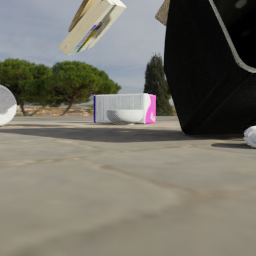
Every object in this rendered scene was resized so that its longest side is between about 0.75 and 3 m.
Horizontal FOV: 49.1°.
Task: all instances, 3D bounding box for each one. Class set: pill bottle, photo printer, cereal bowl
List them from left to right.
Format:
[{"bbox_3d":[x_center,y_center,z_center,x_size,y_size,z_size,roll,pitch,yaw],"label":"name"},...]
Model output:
[{"bbox_3d":[-5.310,-0.790,10.121,2.570,1.443,1.443,2,4,39],"label":"pill bottle"},{"bbox_3d":[-0.122,-0.416,10.912,1.447,0.602,1.447,0,2,0],"label":"cereal bowl"},{"bbox_3d":[1.935,0.119,3.647,0.788,0.273,0.655,2,4,26],"label":"photo printer"}]

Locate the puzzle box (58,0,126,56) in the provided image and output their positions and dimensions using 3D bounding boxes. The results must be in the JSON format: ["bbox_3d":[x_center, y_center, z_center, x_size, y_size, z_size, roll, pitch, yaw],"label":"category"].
[{"bbox_3d":[-0.884,-2.864,7.789,1.688,0.322,2.537,-43,10,20],"label":"puzzle box"}]

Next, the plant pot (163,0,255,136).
[{"bbox_3d":[2.105,-1.264,5.298,2.795,2.789,2.480,-1,-31,-18],"label":"plant pot"}]

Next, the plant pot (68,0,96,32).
[{"bbox_3d":[-1.165,-3.252,7.647,0.211,1.533,1.533,28,-9,-24],"label":"plant pot"}]

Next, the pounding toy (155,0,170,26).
[{"bbox_3d":[1.746,-3.330,6.869,1.132,2.173,2.473,47,25,26],"label":"pounding toy"}]

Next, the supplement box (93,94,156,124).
[{"bbox_3d":[-0.148,-0.853,12.588,2.546,1.316,1.288,0,2,28],"label":"supplement box"}]
